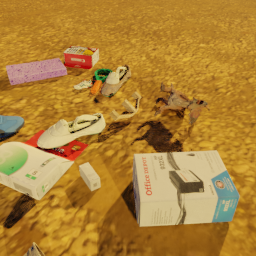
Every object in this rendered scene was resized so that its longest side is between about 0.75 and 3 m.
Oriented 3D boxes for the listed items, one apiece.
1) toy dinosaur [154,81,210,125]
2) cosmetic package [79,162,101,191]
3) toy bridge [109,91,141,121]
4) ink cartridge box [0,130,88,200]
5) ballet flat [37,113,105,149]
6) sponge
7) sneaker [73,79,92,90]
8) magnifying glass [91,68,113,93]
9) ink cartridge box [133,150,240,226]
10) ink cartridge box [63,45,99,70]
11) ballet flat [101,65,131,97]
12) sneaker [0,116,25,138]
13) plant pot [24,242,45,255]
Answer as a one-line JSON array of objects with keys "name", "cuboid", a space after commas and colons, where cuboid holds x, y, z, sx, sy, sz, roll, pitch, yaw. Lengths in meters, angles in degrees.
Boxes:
[{"name": "toy dinosaur", "cuboid": [2.245, -1.064, 11.901, 2.005, 1.270, 2.958, 14, 21, 1]}, {"name": "cosmetic package", "cuboid": [-1.224, 1.542, 8.920, 0.356, 0.451, 0.839, -20, 42, -24]}, {"name": "toy bridge", "cuboid": [0.055, -0.867, 11.858, 0.707, 0.286, 2.104, 46, 44, 0]}, {"name": "ink cartridge box", "cuboid": [-3.080, 0.889, 9.626, 2.329, 0.725, 2.894, 16, 41, 20]}, {"name": "ballet flat", "cuboid": [-2.101, -0.023, 10.528, 2.707, 0.940, 0.940, -17, 40, -26]}, {"name": "sponge", "cuboid": [-4.955, -3.118, 15.195, 2.960, 0.441, 1.651, -15, 39, -18]}, {"name": "sneaker", "cuboid": [-2.267, -2.212, 13.977, 0.947, 0.443, 0.333, -9, 38, -13]}, {"name": "magnifying glass", "cuboid": [-1.430, -2.485, 14.542, 0.993, 0.279, 2.494, 7, 35, 8]}, {"name": "ink cartridge box", "cuboid": [1.514, 1.687, 8.151, 2.637, 1.104, 1.913, -2, 37, -3]}, {"name": "ink cartridge box", "cuboid": [-2.759, -4.107, 16.281, 1.757, 0.737, 1.543, 9, 38, 11]}, {"name": "ballet flat", "cuboid": [-0.608, -2.501, 14.003, 0.867, 0.856, 2.546, 18, 40, 16]}, {"name": "sneaker", "cuboid": [-5.392, -0.145, 10.717, 2.683, 1.052, 0.884, -14, 37, -20]}, {"name": "plant pot", "cuboid": [-2.232, 3.271, 6.305, 0.885, 0.967, 0.967, -35, 48, -22]}]
